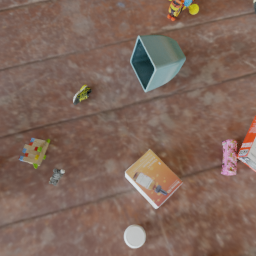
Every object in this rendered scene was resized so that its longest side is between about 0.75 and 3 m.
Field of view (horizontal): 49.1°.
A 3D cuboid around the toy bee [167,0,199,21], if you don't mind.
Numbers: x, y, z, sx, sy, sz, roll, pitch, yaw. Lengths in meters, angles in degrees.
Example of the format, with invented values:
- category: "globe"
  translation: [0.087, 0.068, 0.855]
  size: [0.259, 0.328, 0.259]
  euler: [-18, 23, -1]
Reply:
- category: "toy bee"
  translation: [2.219, -5.558, 12.473]
  size: [2.413, 1.312, 1.580]
  euler: [-17, 60, -32]

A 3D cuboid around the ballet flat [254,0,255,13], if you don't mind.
- category: "ballet flat"
  translation: [6.284, -4.983, 12.400]
  size: [0.800, 0.684, 2.406]
  euler: [-14, 71, -5]

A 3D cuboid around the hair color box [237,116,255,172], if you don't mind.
- category: "hair color box"
  translation: [4.901, 0.544, 10.289]
  size: [1.060, 0.611, 1.912]
  euler: [36, 71, -11]

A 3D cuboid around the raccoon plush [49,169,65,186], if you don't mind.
- category: "raccoon plush"
  translation: [-2.375, 1.625, 9.257]
  size: [0.374, 0.774, 0.519]
  euler: [25, 67, -10]

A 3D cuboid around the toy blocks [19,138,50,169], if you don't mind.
- category: "toy blocks"
  translation: [-3.520, 0.860, 10.414]
  size: [0.818, 0.598, 1.197]
  euler: [11, 69, 16]

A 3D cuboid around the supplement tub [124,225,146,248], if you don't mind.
- category: "supplement tub"
  translation: [0.225, 3.538, 9.166]
  size: [0.703, 0.970, 0.703]
  euler: [0, 70, 0]

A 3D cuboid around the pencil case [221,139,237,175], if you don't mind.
- category: "pencil case"
  translation: [3.711, 1.092, 10.280]
  size: [0.569, 0.544, 1.315]
  euler: [8, 71, -1]

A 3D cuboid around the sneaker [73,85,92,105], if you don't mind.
- category: "sneaker"
  translation: [-1.825, -1.298, 11.239]
  size: [0.418, 0.368, 0.988]
  euler: [30, 73, 10]

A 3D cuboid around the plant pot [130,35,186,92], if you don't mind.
- category: "plant pot"
  translation: [1.283, -2.671, 11.142]
  size: [1.667, 1.637, 1.632]
  euler: [-17, 70, -18]

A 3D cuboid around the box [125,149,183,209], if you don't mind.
- category: "box"
  translation: [0.877, 1.797, 9.854]
  size: [1.239, 0.865, 1.627]
  euler: [-42, 75, -14]
